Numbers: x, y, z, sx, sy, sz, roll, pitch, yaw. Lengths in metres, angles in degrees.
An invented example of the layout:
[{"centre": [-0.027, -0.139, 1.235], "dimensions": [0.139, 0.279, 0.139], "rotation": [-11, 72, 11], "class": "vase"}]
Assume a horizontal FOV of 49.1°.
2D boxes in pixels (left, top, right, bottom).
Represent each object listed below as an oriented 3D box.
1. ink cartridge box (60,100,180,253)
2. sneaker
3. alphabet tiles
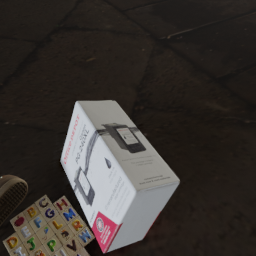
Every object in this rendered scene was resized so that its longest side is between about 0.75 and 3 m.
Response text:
[{"centre": [-0.355, 0.799, 5.444], "dimensions": [0.991, 1.726, 2.376], "rotation": [-5, 41, -36], "class": "ink cartridge box"}, {"centre": [-2.940, 1.745, 5.544], "dimensions": [0.768, 0.716, 2.033], "rotation": [10, 41, 39], "class": "sneaker"}, {"centre": [-1.497, 2.108, 5.307], "dimensions": [1.390, 0.053, 1.670], "rotation": [-36, 58, -20], "class": "alphabet tiles"}]
